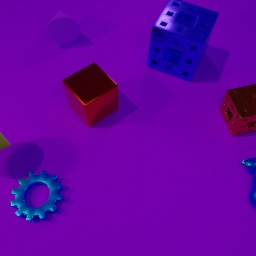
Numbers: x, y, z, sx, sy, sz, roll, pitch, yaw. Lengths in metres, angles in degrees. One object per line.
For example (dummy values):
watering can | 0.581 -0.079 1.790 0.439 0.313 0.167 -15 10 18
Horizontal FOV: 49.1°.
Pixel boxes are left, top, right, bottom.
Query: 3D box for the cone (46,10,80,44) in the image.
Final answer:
cone | -1.984 -3.221 8.383 0.977 0.977 0.981 -11 61 -7

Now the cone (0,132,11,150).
cone | -2.959 0.299 6.148 1.026 1.030 1.026 -5 76 21

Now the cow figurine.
cow figurine | 2.818 1.163 6.004 1.063 0.593 1.081 27 92 59

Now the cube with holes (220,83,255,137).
cube with holes | 2.860 -0.436 6.808 0.837 0.837 0.837 -13 59 -2

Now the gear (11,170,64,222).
gear | -1.943 1.458 6.053 1.078 0.199 1.078 0 59 0

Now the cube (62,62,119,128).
cube | -0.903 -0.822 7.002 0.982 0.982 0.982 -35 65 -20

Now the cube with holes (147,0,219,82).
cube with holes | 1.467 -2.417 7.719 1.367 1.367 1.367 23 60 11
